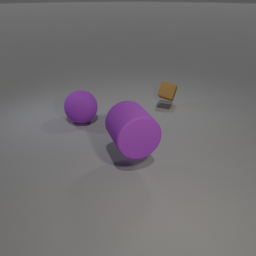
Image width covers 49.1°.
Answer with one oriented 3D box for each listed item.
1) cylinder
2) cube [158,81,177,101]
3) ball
[{"bbox_3d":[0.130,0.029,8.704,1.400,1.400,1.400,-9,29,-17],"label":"cylinder"},{"bbox_3d":[1.851,-1.711,13.073,0.700,0.700,0.700,19,1,12],"label":"cube"},{"bbox_3d":[-1.982,-0.894,11.803,1.400,1.400,1.400,0,28,0],"label":"ball"}]
